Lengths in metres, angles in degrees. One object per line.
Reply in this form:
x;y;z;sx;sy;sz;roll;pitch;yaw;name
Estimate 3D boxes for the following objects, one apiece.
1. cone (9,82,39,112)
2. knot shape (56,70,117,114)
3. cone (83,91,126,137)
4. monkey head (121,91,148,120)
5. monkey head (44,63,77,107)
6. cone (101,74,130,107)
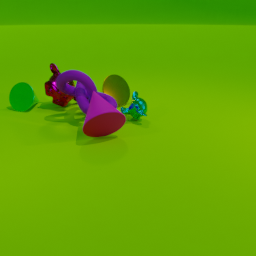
-3.701;-1.102;10.641;1.078;1.078;1.082;8;0;18;cone
-1.429;-1.170;9.104;1.937;0.957;2.070;39;2;-39;knot shape
-0.818;-0.571;7.885;1.217;1.217;1.222;-9;60;-21;cone
0.217;-0.676;9.181;0.810;0.679;1.126;6;47;-30;monkey head
-2.334;-1.516;10.371;1.335;1.856;1.118;-15;32;38;monkey head
-0.789;-1.331;11.146;1.263;1.263;1.268;-19;2;-38;cone
